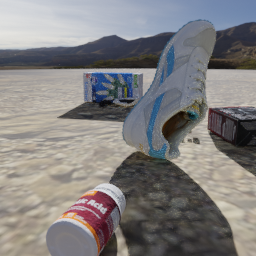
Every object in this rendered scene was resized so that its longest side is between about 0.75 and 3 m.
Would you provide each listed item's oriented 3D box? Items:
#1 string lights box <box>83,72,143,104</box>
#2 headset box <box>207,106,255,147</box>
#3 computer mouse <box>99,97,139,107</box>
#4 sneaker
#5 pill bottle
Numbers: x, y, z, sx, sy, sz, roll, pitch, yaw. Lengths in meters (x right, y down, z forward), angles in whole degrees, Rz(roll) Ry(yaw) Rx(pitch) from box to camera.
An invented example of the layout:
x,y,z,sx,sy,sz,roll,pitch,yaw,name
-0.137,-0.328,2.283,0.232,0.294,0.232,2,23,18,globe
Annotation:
x,y,z,sx,sy,sz,roll,pitch,yaw,name
-0.630,-1.721,11.947,2.473,1.271,0.729,4,15,15,string lights box
2.827,-0.112,6.902,1.265,0.657,1.700,-2,13,-9,headset box
-0.312,-1.014,11.162,1.567,0.344,0.859,-3,9,13,computer mouse
1.114,-0.760,5.619,1.208,2.992,1.145,25,-4,44,sneaker
-0.380,0.970,2.929,0.524,0.524,0.918,5,15,19,pill bottle
